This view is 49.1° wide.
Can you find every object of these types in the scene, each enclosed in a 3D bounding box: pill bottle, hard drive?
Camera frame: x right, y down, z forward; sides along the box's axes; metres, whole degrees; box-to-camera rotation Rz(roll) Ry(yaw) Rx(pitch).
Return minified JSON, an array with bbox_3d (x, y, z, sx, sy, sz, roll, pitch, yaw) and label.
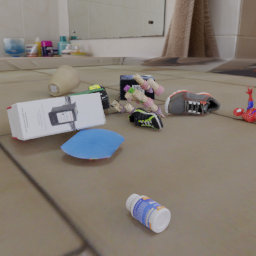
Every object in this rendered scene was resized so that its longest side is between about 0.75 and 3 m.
[{"bbox_3d":[0.341,1.515,5.119,0.451,0.451,0.806,-14,23,-37],"label":"pill bottle"},{"bbox_3d":[-1.880,-1.242,12.966,1.940,0.525,2.777,-12,21,-5],"label":"hard drive"}]

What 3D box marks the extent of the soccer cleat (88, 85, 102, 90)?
[{"bbox_3d":[-1.696,-1.996,15.434,0.941,0.728,2.251,-2,17,-4],"label":"soccer cleat"}]

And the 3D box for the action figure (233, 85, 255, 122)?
[{"bbox_3d":[5.754,-0.898,11.108,2.949,1.460,0.962,1,17,12],"label":"action figure"}]

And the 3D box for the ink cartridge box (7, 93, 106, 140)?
[{"bbox_3d":[-2.375,-0.404,9.258,2.665,1.111,1.935,-12,6,-31],"label":"ink cartridge box"}]

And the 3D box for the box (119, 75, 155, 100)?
[{"bbox_3d":[0.478,-2.323,15.745,1.924,1.185,1.908,0,17,-1],"label":"box"}]

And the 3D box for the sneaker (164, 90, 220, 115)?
[{"bbox_3d":[2.882,-1.038,12.139,2.721,1.048,1.114,-10,27,-25],"label":"sneaker"}]

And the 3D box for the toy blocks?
[{"bbox_3d":[0.634,-1.073,12.157,1.618,1.922,1.796,40,-1,-29],"label":"toy blocks"}]

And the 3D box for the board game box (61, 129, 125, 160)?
[{"bbox_3d":[-0.983,0.576,8.216,1.499,0.369,1.897,11,26,16],"label":"board game box"}]

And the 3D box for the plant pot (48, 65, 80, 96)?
[{"bbox_3d":[-3.908,-2.608,16.363,1.626,1.626,1.736,6,34,18],"label":"plant pot"}]

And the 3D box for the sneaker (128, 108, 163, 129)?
[{"bbox_3d":[0.620,-0.222,10.569,0.721,0.625,1.742,-36,31,-19],"label":"sneaker"}]
